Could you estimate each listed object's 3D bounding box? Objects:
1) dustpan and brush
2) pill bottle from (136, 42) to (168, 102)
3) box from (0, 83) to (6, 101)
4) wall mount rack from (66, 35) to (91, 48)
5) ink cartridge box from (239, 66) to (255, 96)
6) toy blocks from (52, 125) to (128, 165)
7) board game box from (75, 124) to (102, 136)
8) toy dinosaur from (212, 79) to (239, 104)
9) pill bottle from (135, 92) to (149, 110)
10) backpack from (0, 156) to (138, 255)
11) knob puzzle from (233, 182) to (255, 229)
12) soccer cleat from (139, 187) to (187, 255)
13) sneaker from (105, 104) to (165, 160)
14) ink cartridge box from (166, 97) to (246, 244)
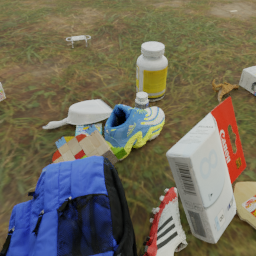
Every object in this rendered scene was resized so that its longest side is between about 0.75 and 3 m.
[{"bbox_3d":[-1.861,-0.408,10.002,2.352,0.673,1.642,-8,25,-23],"label":"dustpan and brush"},{"bbox_3d":[0.924,-2.183,10.912,1.184,2.113,1.184,0,40,0],"label":"pill bottle"},{"bbox_3d":[-5.652,-1.251,10.871,0.811,0.731,1.442,22,44,24],"label":"box"},{"bbox_3d":[-2.742,-4.847,15.474,1.336,0.498,1.161,-9,44,-11],"label":"wall mount rack"},{"bbox_3d":[5.821,-1.821,11.497,1.426,0.827,1.932,-17,41,-20],"label":"ink cartridge box"},{"bbox_3d":[-1.441,0.809,7.906,2.392,1.195,1.635,-38,46,-3],"label":"toy blocks"},{"bbox_3d":[-1.309,0.315,9.340,0.869,0.270,1.151,-2,40,-3],"label":"board game box"},{"bbox_3d":[3.857,-1.522,11.330,1.040,0.591,1.957,31,49,30],"label":"toy dinosaur"},{"bbox_3d":[0.506,-0.857,10.290,0.493,0.866,0.493,0,40,0],"label":"pill bottle"},{"bbox_3d":[-1.081,2.015,5.659,2.432,2.355,2.899,-6,41,-3],"label":"backpack"},{"bbox_3d":[3.438,2.014,7.302,1.729,0.240,1.729,0,40,0],"label":"knob puzzle"},{"bbox_3d":[0.976,2.355,6.578,0.933,0.752,2.191,25,40,4],"label":"soccer cleat"},{"bbox_3d":[0.295,-0.232,8.993,1.117,1.550,2.950,24,46,27],"label":"sneaker"},{"bbox_3d":[2.314,0.873,6.844,2.950,2.361,0.697,-36,25,-34],"label":"ink cartridge box"}]
